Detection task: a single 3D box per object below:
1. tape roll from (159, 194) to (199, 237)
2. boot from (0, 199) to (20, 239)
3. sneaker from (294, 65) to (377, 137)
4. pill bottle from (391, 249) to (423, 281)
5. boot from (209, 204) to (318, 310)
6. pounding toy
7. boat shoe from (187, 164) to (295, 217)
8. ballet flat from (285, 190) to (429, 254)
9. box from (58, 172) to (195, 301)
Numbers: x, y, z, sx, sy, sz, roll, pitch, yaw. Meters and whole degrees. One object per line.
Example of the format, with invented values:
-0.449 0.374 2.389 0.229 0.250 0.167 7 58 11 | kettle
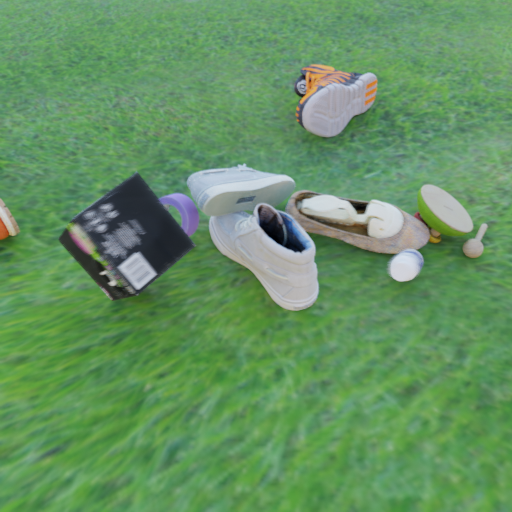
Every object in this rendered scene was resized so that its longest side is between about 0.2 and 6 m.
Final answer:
-1.533 -0.719 10.546 0.866 0.866 0.368 20 24 22 | tape roll
-5.767 -0.690 10.529 2.939 1.103 1.576 17 47 30 | boot
1.567 -4.008 14.330 1.858 1.286 3.316 22 35 29 | sneaker
2.562 0.177 9.592 0.445 0.445 0.802 20 21 22 | pill bottle
0.103 -0.415 9.818 1.072 1.393 2.915 -26 47 -26 | boot
3.559 -0.578 10.728 1.575 0.731 1.216 38 37 0 | pounding toy
-0.248 -1.384 10.755 2.493 0.870 0.888 -13 58 -46 | boat shoe
1.848 -0.674 10.368 2.740 0.921 0.933 8 66 11 | ballet flat
-2.082 -0.215 8.757 1.200 1.434 1.931 -42 12 -23 | box
